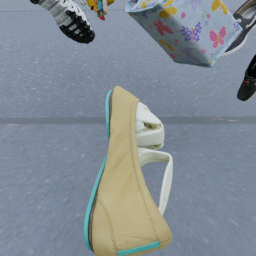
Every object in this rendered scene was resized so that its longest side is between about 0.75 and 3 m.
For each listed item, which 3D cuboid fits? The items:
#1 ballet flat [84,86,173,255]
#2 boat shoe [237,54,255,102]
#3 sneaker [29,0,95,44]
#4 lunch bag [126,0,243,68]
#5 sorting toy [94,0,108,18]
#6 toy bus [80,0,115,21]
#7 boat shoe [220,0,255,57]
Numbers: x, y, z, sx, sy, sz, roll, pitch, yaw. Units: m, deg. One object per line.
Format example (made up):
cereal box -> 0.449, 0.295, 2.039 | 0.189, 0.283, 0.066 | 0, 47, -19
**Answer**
ballet flat -> 0.120, 0.353, 3.850 | 0.944, 1.028, 2.994 | -6, 39, 8
boat shoe -> 1.952, -0.807, 4.412 | 0.285, 0.910, 0.333 | -1, 46, -21
sneaker -> -1.525, -2.942, 6.563 | 0.737, 2.219, 1.004 | -18, 54, 32
lunch bag -> 1.033, -2.349, 5.993 | 1.321, 1.762, 2.078 | -52, 27, -3
sorting toy -> -0.892, -4.078, 8.486 | 0.253, 1.285, 1.388 | -9, 18, -13
toy bus -> -0.991, -4.625, 9.804 | 0.733, 1.339, 1.419 | -17, 62, 27
boat shoe -> 2.797, -2.600, 7.039 | 2.121, 0.640, 0.784 | -40, 44, -12
